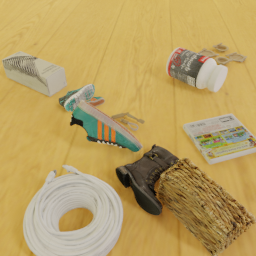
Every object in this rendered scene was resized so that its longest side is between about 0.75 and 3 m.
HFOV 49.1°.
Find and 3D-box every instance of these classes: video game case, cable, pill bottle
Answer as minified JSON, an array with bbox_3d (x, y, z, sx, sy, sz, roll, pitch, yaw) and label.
[{"bbox_3d":[3.251,0.311,9.721,2.066,0.236,1.880,-12,43,-15],"label":"video game case"},{"bbox_3d":[-1.355,2.262,7.052,2.446,0.847,2.447,18,45,17],"label":"cable"},{"bbox_3d":[2.933,-2.487,12.032,2.336,1.353,1.353,30,50,29],"label":"pill bottle"}]

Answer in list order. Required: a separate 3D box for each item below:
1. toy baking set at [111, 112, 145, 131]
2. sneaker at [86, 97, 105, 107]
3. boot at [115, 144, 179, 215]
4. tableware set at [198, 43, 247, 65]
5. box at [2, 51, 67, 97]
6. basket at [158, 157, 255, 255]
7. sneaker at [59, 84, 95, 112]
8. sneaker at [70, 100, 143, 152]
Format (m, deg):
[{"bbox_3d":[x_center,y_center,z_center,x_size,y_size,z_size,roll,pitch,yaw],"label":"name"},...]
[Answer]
[{"bbox_3d":[-0.152,-0.184,10.309,1.411,0.164,1.083,-18,47,-12],"label":"toy baking set"},{"bbox_3d":[-1.404,-1.033,11.200,0.920,0.328,0.368,-18,38,-25],"label":"sneaker"},{"bbox_3d":[0.842,1.340,8.171,1.848,0.735,2.123,-24,44,-24],"label":"boot"},{"bbox_3d":[4.818,-3.760,14.310,1.808,0.251,2.164,-24,47,-25],"label":"tableware set"},{"bbox_3d":[-4.093,-2.412,12.251,2.782,0.951,1.143,23,46,24],"label":"box"},{"bbox_3d":[2.078,1.694,7.125,1.650,1.581,2.215,-26,48,-25],"label":"basket"},{"bbox_3d":[-2.079,-1.352,11.314,0.795,0.676,1.742,24,45,30],"label":"sneaker"},{"bbox_3d":[-0.724,0.166,9.027,2.474,0.989,0.883,35,6,-1],"label":"sneaker"}]
